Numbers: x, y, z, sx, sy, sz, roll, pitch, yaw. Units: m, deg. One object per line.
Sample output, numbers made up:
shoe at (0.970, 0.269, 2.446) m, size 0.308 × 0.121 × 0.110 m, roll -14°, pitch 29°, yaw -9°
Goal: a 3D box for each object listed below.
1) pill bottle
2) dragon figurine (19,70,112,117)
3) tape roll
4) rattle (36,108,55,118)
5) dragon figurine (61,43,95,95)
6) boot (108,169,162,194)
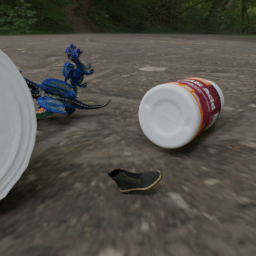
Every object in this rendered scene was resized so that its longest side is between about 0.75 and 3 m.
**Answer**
pill bottle at (1.401, -0.475, 6.639) m, size 1.366 × 1.366 × 2.392 m, roll 13°, pitch 20°, yaw 30°
dragon figurine at (-1.923, -0.831, 7.556) m, size 2.883 × 0.848 × 1.433 m, roll 15°, pitch -2°, yaw -3°
tape roll at (-2.697, -0.033, 3.715) m, size 2.763 × 2.763 × 0.966 m, roll -15°, pitch 18°, yaw -32°
rattle at (-3.276, -0.101, 7.273) m, size 1.767 × 1.939 × 2.715 m, roll 1°, pitch -15°, yaw 19°
dragon figurine at (-1.706, -1.643, 8.624) m, size 1.010 × 2.031 × 0.598 m, roll 8°, pitch 44°, yaw -35°
boot at (0.108, 0.783, 4.508) m, size 0.759 × 0.525 × 0.294 m, roll -25°, pitch 40°, yaw 15°
